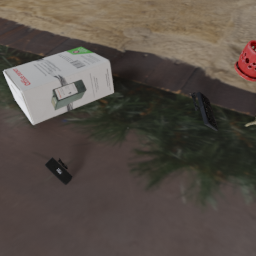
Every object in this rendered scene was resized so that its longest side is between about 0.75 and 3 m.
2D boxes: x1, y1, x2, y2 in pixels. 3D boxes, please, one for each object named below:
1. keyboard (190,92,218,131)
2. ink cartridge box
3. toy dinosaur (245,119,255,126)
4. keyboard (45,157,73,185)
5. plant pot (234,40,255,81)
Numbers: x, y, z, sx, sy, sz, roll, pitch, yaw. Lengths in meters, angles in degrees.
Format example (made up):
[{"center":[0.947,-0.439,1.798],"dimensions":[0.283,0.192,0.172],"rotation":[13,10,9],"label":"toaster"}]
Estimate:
[{"center":[2.451,-0.647,9.041],"dimensions":[0.993,0.161,1.562],"rotation":[26,39,-24],"label":"keyboard"},{"center":[-2.313,-1.562,9.443],"dimensions":[2.961,1.245,2.161],"rotation":[-25,39,-23],"label":"ink cartridge box"},{"center":[4.683,-0.831,9.282],"dimensions":[1.086,0.585,2.464],"rotation":[-9,33,41],"label":"toy dinosaur"},{"center":[-1.775,1.097,7.378],"dimensions":[0.406,0.155,0.780],"rotation":[-45,94,-5],"label":"keyboard"},{"center":[4.309,-2.231,9.539],"dimensions":[1.142,1.040,1.142],"rotation":[13,47,-14],"label":"plant pot"}]
